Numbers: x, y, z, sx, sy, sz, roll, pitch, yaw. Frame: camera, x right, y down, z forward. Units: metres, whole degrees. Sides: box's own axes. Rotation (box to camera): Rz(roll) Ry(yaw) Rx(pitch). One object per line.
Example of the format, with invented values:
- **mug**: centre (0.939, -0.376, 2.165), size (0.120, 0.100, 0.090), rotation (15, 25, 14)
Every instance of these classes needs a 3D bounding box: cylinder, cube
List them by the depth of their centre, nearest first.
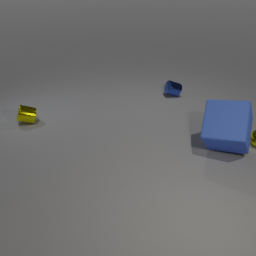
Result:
- **cube**: centre (3.404, -0.038, 9.561), size (1.400, 1.400, 1.400), rotation (5, 72, 28)
- **cylinder**: centre (-4.319, -0.588, 11.910), size (0.700, 0.700, 0.700), rotation (10, 22, -27)
- **cylinder**: centre (2.346, -2.063, 14.603), size (0.700, 0.700, 0.700), rotation (13, 24, -21)

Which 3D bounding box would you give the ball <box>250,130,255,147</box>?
- **ball**: centre (4.863, 0.377, 10.332), size (0.700, 0.700, 0.700), rotation (0, 29, 0)
